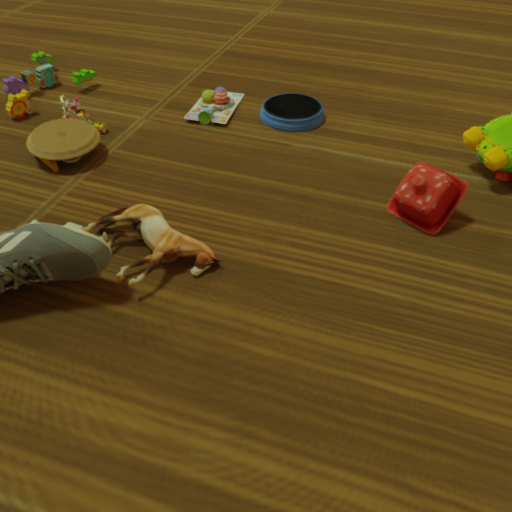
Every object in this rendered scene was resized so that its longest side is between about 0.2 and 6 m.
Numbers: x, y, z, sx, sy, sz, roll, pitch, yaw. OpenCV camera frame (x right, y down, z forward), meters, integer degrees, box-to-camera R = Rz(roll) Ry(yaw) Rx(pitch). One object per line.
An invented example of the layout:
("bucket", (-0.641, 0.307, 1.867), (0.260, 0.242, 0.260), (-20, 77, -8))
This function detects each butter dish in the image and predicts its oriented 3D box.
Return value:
("butter dish", (2.934, -1.152, 9.846), (1.137, 0.843, 1.140), (35, 90, 33))

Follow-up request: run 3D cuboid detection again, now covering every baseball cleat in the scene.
("baseball cleat", (-3.949, 0.361, 8.369), (3.468, 1.209, 1.846), (0, 52, 10))

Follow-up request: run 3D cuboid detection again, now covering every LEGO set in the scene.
("LEGO set", (-4.049, -3.245, 12.717), (0.710, 0.575, 1.544), (-29, 49, -29))

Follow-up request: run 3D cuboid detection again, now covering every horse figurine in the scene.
("horse figurine", (-1.866, -0.277, 9.343), (1.521, 0.573, 2.295), (-32, 52, -25))

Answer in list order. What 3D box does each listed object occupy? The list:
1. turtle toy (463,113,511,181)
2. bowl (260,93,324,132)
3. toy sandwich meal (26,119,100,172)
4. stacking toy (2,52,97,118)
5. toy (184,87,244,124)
("turtle toy", (5.104, -1.975, 10.885), (1.516, 1.051, 2.080), (-26, 46, 6))
("bowl", (0.845, -3.377, 13.087), (1.497, 0.294, 1.497), (0, 41, 0))
("toy sandwich meal", (-4.041, -2.334, 11.750), (1.632, 0.559, 1.632), (2, 44, -2))
("stacking toy", (-5.600, -4.341, 14.037), (1.927, 0.601, 2.556), (28, 46, 26))
("toy", (-0.983, -3.716, 13.385), (1.012, 0.415, 1.757), (9, 42, 9))
